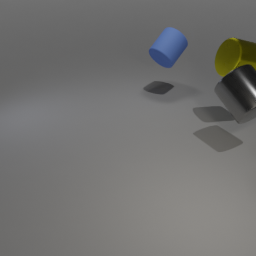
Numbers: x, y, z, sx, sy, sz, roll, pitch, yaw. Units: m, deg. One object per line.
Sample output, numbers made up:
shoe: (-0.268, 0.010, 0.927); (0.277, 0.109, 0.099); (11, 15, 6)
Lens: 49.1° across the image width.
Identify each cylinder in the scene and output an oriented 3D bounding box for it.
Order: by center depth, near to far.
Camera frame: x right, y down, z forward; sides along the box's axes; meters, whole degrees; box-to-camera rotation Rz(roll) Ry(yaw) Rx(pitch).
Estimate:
cylinder: (3.774, -1.078, 9.047); (1.400, 1.400, 1.400); (-17, 66, -28)
cylinder: (4.207, -2.504, 10.370); (1.400, 1.400, 1.400); (5, 26, -21)
cylinder: (1.968, -3.911, 13.714); (1.400, 1.400, 1.400); (29, 79, 41)
